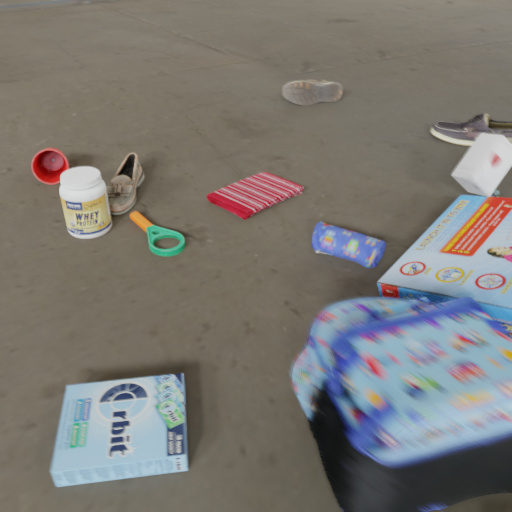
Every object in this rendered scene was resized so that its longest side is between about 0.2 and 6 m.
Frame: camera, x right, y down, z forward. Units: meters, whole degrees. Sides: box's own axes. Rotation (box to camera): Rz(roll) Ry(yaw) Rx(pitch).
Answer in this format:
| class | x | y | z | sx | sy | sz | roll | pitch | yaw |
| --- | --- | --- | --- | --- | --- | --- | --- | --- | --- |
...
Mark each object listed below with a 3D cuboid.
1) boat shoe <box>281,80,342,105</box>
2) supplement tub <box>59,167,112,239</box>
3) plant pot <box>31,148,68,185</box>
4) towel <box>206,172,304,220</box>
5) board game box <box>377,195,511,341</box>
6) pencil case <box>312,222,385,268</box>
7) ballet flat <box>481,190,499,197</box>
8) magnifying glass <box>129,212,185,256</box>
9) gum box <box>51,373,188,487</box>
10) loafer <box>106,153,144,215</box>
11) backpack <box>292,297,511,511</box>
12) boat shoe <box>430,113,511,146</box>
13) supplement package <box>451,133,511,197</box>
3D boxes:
| class | x | y | z | sx | sy | sz | roll | pitch | yaw |
| --- | --- | --- | --- | --- | --- | --- | --- | --- | --- |
| boat shoe | 1.778 | -5.453 | 18.627 | 2.134 | 0.795 | 0.782 | -2 | 24 | -19 |
| supplement tub | -3.589 | -1.119 | 11.772 | 0.943 | 1.306 | 0.943 | 0 | 35 | 0 |
| plant pot | -5.100 | -2.308 | 13.965 | 0.882 | 0.882 | 0.780 | -8 | 25 | -11 |
| towel | -0.023 | -1.464 | 13.238 | 1.960 | 0.220 | 1.417 | -28 | 41 | -36 |
| board game box | 4.189 | 0.189 | 9.201 | 3.106 | 0.887 | 3.173 | 11 | 40 | 45 |
| pencil case | 1.790 | -0.201 | 11.094 | 1.474 | 0.640 | 0.575 | 18 | -5 | 24 |
| ballet flat | 4.963 | -1.050 | 12.494 | 1.516 | 0.563 | 0.563 | -21 | 40 | -24 |
| magnifying glass | -2.156 | -0.500 | 11.872 | 0.719 | 0.202 | 1.805 | -25 | 41 | -31 |
| gum box | -1.800 | 2.317 | 7.639 | 1.673 | 0.373 | 1.421 | -4 | 35 | -6 |
| loafer | -3.157 | -1.738 | 13.229 | 0.757 | 0.662 | 2.107 | 2 | 35 | 2 |
| backpack | 1.900 | 1.569 | 7.316 | 2.749 | 2.026 | 3.011 | -8 | 33 | -11 |
| boat shoe | 6.315 | -3.536 | 15.623 | 2.734 | 0.886 | 0.983 | 17 | 38 | 23 |
| supplement package | 4.631 | -1.846 | 11.330 | 0.649 | 1.071 | 0.641 | 34 | 1 | -27 |
